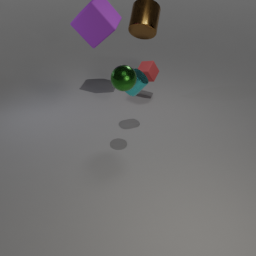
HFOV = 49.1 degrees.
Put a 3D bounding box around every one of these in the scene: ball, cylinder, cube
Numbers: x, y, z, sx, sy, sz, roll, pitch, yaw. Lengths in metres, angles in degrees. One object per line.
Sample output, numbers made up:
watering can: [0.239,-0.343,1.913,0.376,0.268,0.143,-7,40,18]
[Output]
ball: [-0.117,-1.332,7.505,0.700,0.700,0.700,0,31,0]
cylinder: [0.234,-1.579,9.729,0.700,0.700,0.700,31,37,-26]
cylinder: [0.811,-5.316,13.733,1.400,1.400,1.400,10,-12,2]
cube: [0.935,-2.671,13.224,0.700,0.700,0.700,7,60,39]
cube: [-1.336,-4.583,11.978,1.400,1.400,1.400,-30,28,32]
